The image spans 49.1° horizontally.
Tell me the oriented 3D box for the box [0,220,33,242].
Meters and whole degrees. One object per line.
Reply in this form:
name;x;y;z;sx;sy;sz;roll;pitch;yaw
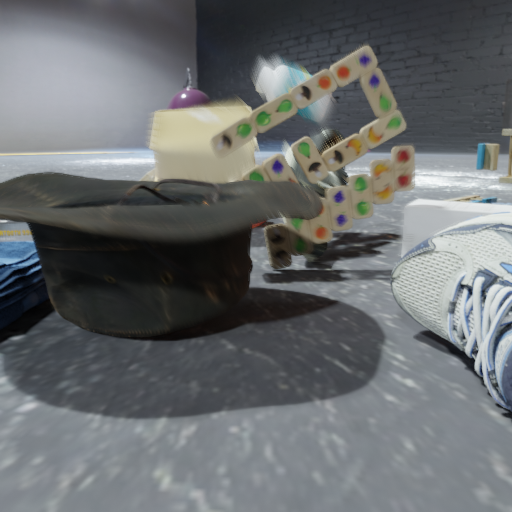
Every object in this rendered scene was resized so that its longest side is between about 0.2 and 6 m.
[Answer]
box;-4.071;-0.490;10.214;2.352;0.569;1.863;-1;13;-7

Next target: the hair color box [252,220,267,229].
hair color box;-0.247;-0.852;12.220;0.663;0.382;1.195;3;12;18

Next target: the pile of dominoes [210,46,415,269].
pile of dominoes;0.929;-1.331;8.037;2.863;2.232;0.456;-31;12;0

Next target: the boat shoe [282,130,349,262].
boat shoe;1.045;-1.166;9.584;1.040;1.105;3.076;-22;34;26

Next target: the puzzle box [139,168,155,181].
puzzle box;-2.179;-1.735;12.714;1.724;0.329;2.592;-35;9;35

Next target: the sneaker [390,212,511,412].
sneaker;2.224;0.529;4.282;1.522;1.376;3.572;-13;17;-30

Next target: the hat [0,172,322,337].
hat;-1.230;-0.014;6.063;3.854;1.555;3.854;1;15;0

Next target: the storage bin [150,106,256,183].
storage bin;-1.016;-2.177;11.026;1.963;0.920;1.949;-3;38;-3

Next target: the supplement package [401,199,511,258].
supplement package;3.104;-0.286;8.459;1.597;0.968;0.956;7;15;27

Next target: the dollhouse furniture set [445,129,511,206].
dollhouse furniture set;4.571;-1.352;10.635;1.444;2.060;1.452;-12;18;-43

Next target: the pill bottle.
pill bottle;0.748;-3.265;11.111;1.431;0.793;0.793;21;15;4

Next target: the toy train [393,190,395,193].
toy train;2.172;-1.201;9.397;0.415;0.309;1.811;37;19;5

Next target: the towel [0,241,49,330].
towel;-3.331;0.351;6.314;1.622;0.705;2.905;1;13;6
